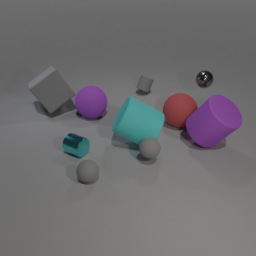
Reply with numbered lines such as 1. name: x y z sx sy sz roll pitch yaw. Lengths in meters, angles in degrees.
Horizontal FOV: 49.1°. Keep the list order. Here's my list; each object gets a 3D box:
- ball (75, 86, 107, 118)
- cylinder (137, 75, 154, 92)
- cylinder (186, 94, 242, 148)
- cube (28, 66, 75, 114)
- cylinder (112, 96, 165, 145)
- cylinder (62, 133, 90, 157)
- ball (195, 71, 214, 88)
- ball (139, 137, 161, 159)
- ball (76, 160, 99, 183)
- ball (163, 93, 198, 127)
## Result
1. ball: -1.593 -1.132 12.135 1.400 1.400 1.400 0 31 0
2. cylinder: 0.879 -2.282 14.389 0.700 0.700 0.700 21 15 -6
3. cylinder: 3.020 -0.231 9.933 1.400 1.400 1.400 15 52 -20
4. cube: -3.418 -1.731 12.454 1.400 1.400 1.400 -39 27 -6
5. cylinder: 0.353 -0.204 9.963 1.400 1.400 1.400 27 29 -12
6. cylinder: -1.832 0.600 9.897 0.700 0.700 0.700 17 35 27
7. ball: 3.048 -1.933 11.152 0.700 0.700 0.700 0 31 0
8. ball: 0.719 0.651 9.196 0.700 0.700 0.700 0 31 0
9. ball: -1.237 1.323 8.617 0.700 0.700 0.700 0 31 0
10. ball: 2.129 -0.728 11.437 1.400 1.400 1.400 0 31 0
